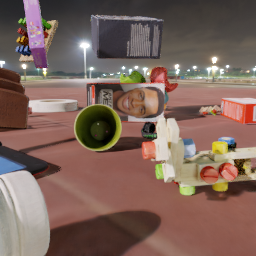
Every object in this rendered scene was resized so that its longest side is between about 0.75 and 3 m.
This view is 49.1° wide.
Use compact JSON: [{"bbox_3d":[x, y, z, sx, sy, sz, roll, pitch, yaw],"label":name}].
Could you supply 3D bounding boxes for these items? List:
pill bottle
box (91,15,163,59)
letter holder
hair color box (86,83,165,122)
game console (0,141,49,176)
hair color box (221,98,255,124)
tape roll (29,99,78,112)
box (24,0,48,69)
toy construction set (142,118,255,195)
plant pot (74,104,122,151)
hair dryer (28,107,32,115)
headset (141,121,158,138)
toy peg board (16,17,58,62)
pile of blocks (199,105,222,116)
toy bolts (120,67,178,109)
[{"bbox_3d":[-1.290,0.739,1.742,1.415,0.800,0.800,-8,13,-39],"label":"pill bottle"},{"bbox_3d":[-0.156,-3.410,10.410,2.262,1.405,2.280,-2,24,-12],"label":"box"},{"bbox_3d":[-4.119,-0.972,7.740,2.446,1.739,1.230,5,5,-37],"label":"letter holder"},{"bbox_3d":[-0.074,-0.896,9.590,2.601,1.320,0.796,0,10,3],"label":"hair color box"},{"bbox_3d":[-2.915,0.011,3.876,1.623,2.357,2.735,-26,-7,36],"label":"game console"},{"bbox_3d":[4.232,-0.648,9.933,1.168,0.704,2.300,0,11,1],"label":"hair color box"},{"bbox_3d":[-3.522,-1.066,13.156,2.333,0.426,2.333,-1,10,0],"label":"tape roll"},{"bbox_3d":[-2.454,-2.676,7.428,0.361,1.848,1.264,-8,-10,-13],"label":"box"},{"bbox_3d":[1.128,0.461,3.269,2.091,0.963,1.371,10,9,-7],"label":"toy construction set"},{"bbox_3d":[-0.622,0.024,5.985,0.930,0.930,0.994,-1,-4,-4],"label":"plant pot"},{"bbox_3d":[-4.685,-0.722,10.770,2.127,0.578,1.620,3,9,13],"label":"hair dryer"},{"bbox_3d":[0.707,0.072,7.220,0.612,0.465,0.991,1,25,23],"label":"headset"},{"bbox_3d":[-3.638,-3.400,10.526,1.624,1.618,0.794,10,-12,42],"label":"toy peg board"},{"bbox_3d":[3.268,-0.631,11.248,0.327,0.432,1.051,-51,22,-19],"label":"pile of blocks"},{"bbox_3d":[0.732,-1.041,11.440,2.579,1.873,2.700,40,-24,-28],"label":"toy bolts"}]
